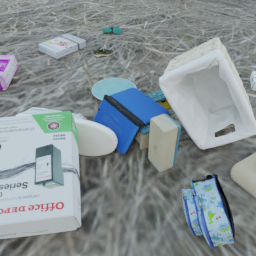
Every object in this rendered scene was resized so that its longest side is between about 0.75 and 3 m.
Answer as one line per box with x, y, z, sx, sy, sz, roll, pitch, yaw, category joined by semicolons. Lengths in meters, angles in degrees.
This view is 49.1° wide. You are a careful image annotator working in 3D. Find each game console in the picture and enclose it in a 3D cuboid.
0.029;-0.259;7.804;1.007;1.453;1.702;10;23;-44;game console

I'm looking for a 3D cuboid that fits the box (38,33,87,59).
-2.858;-3.612;12.272;1.285;0.339;1.648;30;49;31;box

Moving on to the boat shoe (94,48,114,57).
-1.024;-3.210;11.822;0.883;0.286;0.323;-16;42;-18;boat shoe

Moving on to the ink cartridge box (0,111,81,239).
-1.892;0.917;5.810;1.696;0.977;2.324;-6;59;-5;ink cartridge box

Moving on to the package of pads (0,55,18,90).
-4.715;-2.027;10.110;1.050;0.660;1.743;-3;40;-3;package of pads

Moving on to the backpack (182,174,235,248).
1.555;1.674;5.432;0.851;1.060;1.158;-19;41;11;backpack

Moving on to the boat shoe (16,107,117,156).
-1.624;-0.004;7.541;2.920;1.051;1.000;5;35;15;boat shoe

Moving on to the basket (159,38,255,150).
2.089;-0.884;7.143;1.602;2.364;1.458;-21;29;32;basket

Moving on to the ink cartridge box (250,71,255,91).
4.691;-1.646;9.903;0.600;0.350;0.824;10;43;11;ink cartridge box

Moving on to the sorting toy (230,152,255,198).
4.169;1.139;6.458;2.658;0.485;2.460;-24;45;-26;sorting toy

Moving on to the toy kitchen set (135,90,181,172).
1.010;-0.317;7.526;1.828;1.344;2.281;-20;44;-22;toy kitchen set

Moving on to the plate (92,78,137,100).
-0.465;-1.261;9.565;1.530;0.195;1.530;-1;40;1;plate

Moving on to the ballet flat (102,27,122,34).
-0.747;-4.804;13.732;1.016;0.345;0.383;4;25;9;ballet flat
